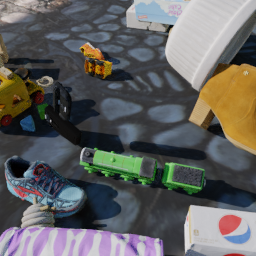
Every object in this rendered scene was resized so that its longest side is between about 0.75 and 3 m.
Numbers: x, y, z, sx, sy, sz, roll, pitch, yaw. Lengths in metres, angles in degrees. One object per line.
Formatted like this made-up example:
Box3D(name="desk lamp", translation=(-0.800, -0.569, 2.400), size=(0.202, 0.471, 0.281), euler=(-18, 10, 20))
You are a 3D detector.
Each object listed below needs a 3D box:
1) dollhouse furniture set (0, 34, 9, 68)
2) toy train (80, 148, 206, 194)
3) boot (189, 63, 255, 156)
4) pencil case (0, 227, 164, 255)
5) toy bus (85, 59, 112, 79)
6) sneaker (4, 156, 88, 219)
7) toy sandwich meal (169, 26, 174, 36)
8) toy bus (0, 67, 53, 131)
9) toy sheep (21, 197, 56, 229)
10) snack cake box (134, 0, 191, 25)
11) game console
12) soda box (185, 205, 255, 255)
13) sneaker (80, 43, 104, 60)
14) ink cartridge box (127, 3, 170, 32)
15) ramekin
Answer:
Box3D(name="dollhouse furniture set", translation=(-5.547, -2.364, 9.293), size=(2.428, 1.186, 2.071), euler=(-3, 41, -3))
Box3D(name="toy train", translation=(0.246, 0.851, 5.877), size=(2.763, 0.779, 0.576), euler=(10, 74, 11))
Box3D(name="boot", translation=(2.869, -0.462, 6.622), size=(2.598, 1.860, 0.914), euler=(33, 6, 32))
Box3D(name="pencil case", translation=(-0.738, 2.129, 4.204), size=(2.670, 1.121, 1.142), euler=(1, 6, 3))
Box3D(name="toy bus", translation=(-0.934, -2.079, 9.510), size=(0.832, 0.565, 0.799), euler=(19, 32, 25))
Box3D(name="sneaker", translation=(-1.711, 1.115, 5.542), size=(1.917, 0.915, 0.760), euler=(15, 43, 16))
Box3D(name="toy sandwich meal", translation=(2.778, -3.286, 10.563), size=(2.891, 0.990, 2.891), euler=(-1, 45, 1))
Box3D(name="toy bus", translation=(-3.230, -1.050, 7.606), size=(2.119, 1.160, 2.245), euler=(-5, 49, -6))
Box3D(name="toy sheep", translation=(-1.622, 1.709, 5.097), size=(0.642, 0.642, 0.932), euler=(-9, 59, -10))
Box3D(name="snack cake box", translation=(1.748, -4.746, 10.835), size=(2.699, 0.907, 1.552), euler=(23, 49, 35))
Box3D(name="game console", translation=(-1.453, -0.301, 6.363), size=(1.080, 1.831, 0.221), euler=(40, 59, 9))
Box3D(name="soda box", translation=(2.108, 1.937, 4.784), size=(2.186, 0.696, 0.745), euler=(5, 42, 6))
Box3D(name="sneaker", translation=(-1.316, -2.735, 10.373), size=(0.493, 0.466, 1.277), euler=(-41, 48, -14))
Box3D(name="ink cartridge box", translation=(0.987, -5.028, 12.620), size=(1.813, 0.764, 1.323), euler=(13, 45, 15))
Box3D(name="ramekin", translation=(2.372, -2.626, 8.039), size=(1.519, 2.894, 2.894), euler=(40, 53, 14))
